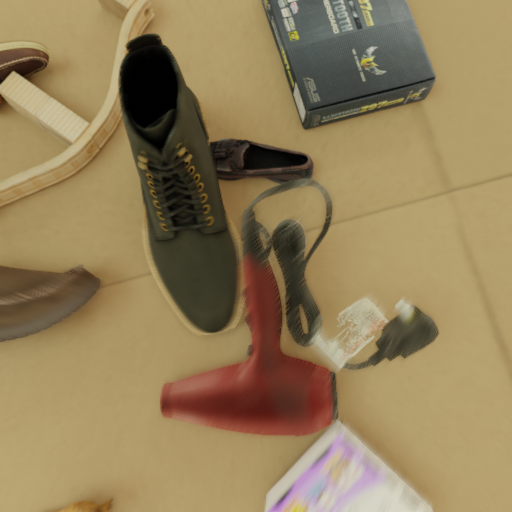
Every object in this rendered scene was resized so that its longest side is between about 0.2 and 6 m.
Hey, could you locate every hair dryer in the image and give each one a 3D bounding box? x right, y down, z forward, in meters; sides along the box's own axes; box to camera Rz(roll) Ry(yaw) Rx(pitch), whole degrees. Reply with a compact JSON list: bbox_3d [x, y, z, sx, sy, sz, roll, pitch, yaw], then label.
[{"bbox_3d":[0.173,1.009,7.091,3.515,0.955,2.677,-43,89,10],"label":"hair dryer"}]

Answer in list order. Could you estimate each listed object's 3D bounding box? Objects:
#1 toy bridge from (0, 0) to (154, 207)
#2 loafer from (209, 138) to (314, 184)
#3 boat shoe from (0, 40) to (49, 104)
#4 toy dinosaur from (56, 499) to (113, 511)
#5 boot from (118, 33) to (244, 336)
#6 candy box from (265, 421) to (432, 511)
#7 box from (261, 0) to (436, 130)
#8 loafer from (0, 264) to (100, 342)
[{"bbox_3d":[-3.017,-2.038,8.246,1.589,0.643,4.726,35,79,7],"label":"toy bridge"},{"bbox_3d":[-0.045,-1.430,8.138,1.810,0.570,0.651,8,77,2],"label":"loafer"},{"bbox_3d":[-4.053,-2.503,8.338,2.178,0.786,0.784,-19,86,-1],"label":"boat shoe"},{"bbox_3d":[-2.232,3.218,6.987,0.823,1.549,0.468,31,51,-36],"label":"toy dinosaur"},{"bbox_3d":[-0.980,-0.630,6.804,1.344,2.401,3.471,-16,90,-2],"label":"boot"},{"bbox_3d":[1.148,3.116,6.842,1.621,0.580,1.360,43,93,2],"label":"candy box"},{"bbox_3d":[1.336,-3.378,8.551,2.001,0.647,2.538,-14,78,-4],"label":"box"},{"bbox_3d":[-3.558,0.559,7.267,2.968,1.084,1.054,-15,101,-4],"label":"loafer"}]
